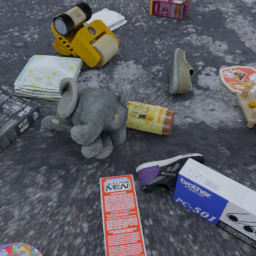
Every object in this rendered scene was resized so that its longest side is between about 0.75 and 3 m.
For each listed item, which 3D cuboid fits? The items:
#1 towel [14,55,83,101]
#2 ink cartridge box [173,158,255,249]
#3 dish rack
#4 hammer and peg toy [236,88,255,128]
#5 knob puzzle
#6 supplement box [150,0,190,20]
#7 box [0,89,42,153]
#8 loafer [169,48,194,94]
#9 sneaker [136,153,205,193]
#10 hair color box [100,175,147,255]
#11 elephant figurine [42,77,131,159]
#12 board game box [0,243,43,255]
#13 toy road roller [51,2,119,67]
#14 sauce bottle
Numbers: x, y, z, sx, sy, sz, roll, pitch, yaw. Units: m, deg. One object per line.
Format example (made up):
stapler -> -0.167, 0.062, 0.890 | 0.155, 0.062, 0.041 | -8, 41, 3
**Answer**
towel -> -3.132, -2.070, 11.224 | 2.118, 0.596, 2.475 | 7, 47, 3
ink cartridge box -> 2.547, 1.972, 6.873 | 2.854, 1.342, 0.631 | 27, 52, 24
dish rack -> -1.278, -5.679, 14.708 | 1.751, 0.444, 2.040 | 32, 53, 27
hammer and peg toy -> 5.086, -0.755, 9.839 | 2.214, 0.781, 1.628 | -1, 45, -1
knob puzzle -> 4.692, -2.040, 11.355 | 2.260, 0.313, 2.260 | 0, 47, 0
supplement box -> 2.294, -6.696, 15.361 | 1.974, 0.845, 1.089 | 14, 48, 13
box -> -4.473, -0.221, 9.490 | 1.924, 0.523, 2.401 | 21, 50, 19
loafer -> 2.153, -2.234, 11.246 | 0.863, 0.931, 2.477 | 11, 53, -2
sneaker -> 1.301, 1.347, 8.026 | 2.009, 0.761, 0.880 | -13, 62, -6
hair color box -> -0.110, 2.568, 6.222 | 0.849, 1.473, 2.656 | -5, 46, -5
elephant figurine -> -1.419, -0.561, 8.411 | 2.222, 2.027, 2.864 | -38, 54, -16
board game box -> -2.766, 3.409, 6.197 | 1.464, 0.361, 1.853 | 3, 46, 3
toy road roller -> -2.055, -3.820, 12.363 | 2.878, 2.101, 1.768 | 45, 53, -10
sauce bottle -> 0.102, -0.446, 9.454 | 2.852, 0.942, 0.942 | 11, 48, 10
